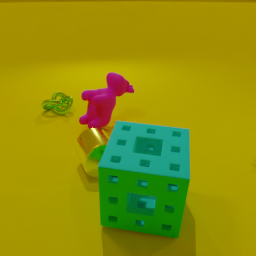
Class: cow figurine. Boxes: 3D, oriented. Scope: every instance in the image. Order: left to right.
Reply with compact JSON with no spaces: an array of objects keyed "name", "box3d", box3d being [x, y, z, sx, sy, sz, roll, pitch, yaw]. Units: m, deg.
[{"name":"cow figurine","box3d":[-0.602,-0.792,8.271,0.910,1.659,1.632,27,26,35]}]

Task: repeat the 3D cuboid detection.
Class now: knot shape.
[{"name":"knot shape","box3d":[-2.310,-0.882,9.565,1.118,0.517,1.047,3,29,10]}]

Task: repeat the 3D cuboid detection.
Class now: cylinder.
[{"name":"cylinder","box3d":[-0.694,0.553,6.372,0.856,0.856,0.856,-11,29,-20]}]

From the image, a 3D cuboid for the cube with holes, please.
[{"name":"cube with holes","box3d":[0.318,0.859,4.979,1.353,1.353,1.353,7,33,8]}]
